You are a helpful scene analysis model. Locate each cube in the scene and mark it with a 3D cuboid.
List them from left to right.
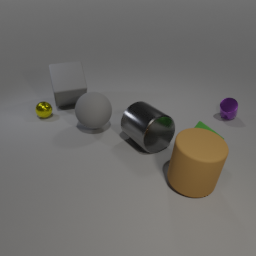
[{"bbox_3d":[-2.663,-1.956,12.524,1.400,1.400,1.400,-10,71,-14],"label":"cube"},{"bbox_3d":[2.460,0.328,8.922,0.700,0.700,0.700,30,11,-37],"label":"cube"}]

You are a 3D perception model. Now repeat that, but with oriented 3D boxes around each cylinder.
[{"bbox_3d":[0.679,-0.052,9.779,1.400,1.400,1.400,-17,33,-28],"label":"cylinder"},{"bbox_3d":[1.889,0.947,7.756,1.400,1.400,1.400,4,37,-3],"label":"cylinder"},{"bbox_3d":[4.162,-0.790,11.578,0.700,0.700,0.700,-7,64,15],"label":"cylinder"}]

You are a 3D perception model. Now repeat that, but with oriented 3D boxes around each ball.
[{"bbox_3d":[-3.556,-0.775,11.836,0.700,0.700,0.700,0,29,0],"label":"ball"},{"bbox_3d":[-1.305,-0.677,10.636,1.400,1.400,1.400,0,29,0],"label":"ball"}]
